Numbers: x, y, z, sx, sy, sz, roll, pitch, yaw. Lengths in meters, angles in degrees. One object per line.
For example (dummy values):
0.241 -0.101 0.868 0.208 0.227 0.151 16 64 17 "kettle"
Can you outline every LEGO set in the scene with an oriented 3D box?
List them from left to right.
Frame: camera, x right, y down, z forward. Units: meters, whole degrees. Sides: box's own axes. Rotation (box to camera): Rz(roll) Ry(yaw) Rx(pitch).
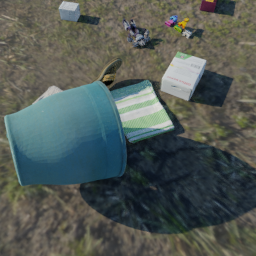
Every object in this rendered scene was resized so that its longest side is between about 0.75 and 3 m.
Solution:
2.379 -4.670 12.524 0.571 0.530 1.390 -39 66 -22 "LEGO set"

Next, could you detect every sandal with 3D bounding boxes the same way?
-0.818 -1.782 10.344 0.514 0.764 1.903 39 79 11 "sandal"

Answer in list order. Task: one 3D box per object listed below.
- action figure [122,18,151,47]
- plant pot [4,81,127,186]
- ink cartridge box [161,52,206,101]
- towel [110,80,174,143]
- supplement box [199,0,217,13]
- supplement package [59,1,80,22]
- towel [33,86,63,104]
0.327 -4.102 12.160 1.017 0.542 1.564 -21 62 -20 "action figure"
-1.791 0.340 7.635 2.631 2.800 2.800 -14 57 -21 "plant pot"
2.105 -1.983 10.644 1.196 0.720 1.645 22 58 15 "ink cartridge box"
0.406 -0.649 10.038 1.795 0.275 2.354 -18 59 -11 "towel"
3.945 -6.210 13.512 0.701 0.544 1.270 15 58 10 "supplement box"
-2.689 -5.387 12.949 0.771 0.585 0.581 11 57 7 "supplement package"
-2.427 -0.763 10.084 1.850 0.319 1.226 29 62 17 "towel"
